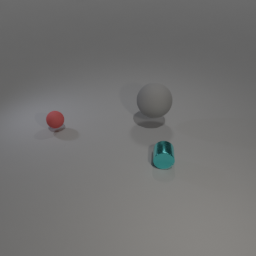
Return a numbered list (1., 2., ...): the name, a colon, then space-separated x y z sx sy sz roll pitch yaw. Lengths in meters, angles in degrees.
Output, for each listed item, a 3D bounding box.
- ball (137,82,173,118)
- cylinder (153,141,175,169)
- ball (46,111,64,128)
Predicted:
1. ball: 1.039 -1.085 10.994 1.400 1.400 1.400 0 33 0
2. cylinder: 1.207 0.905 9.417 0.700 0.700 0.700 3 32 5
3. ball: -2.871 -0.331 11.045 0.700 0.700 0.700 0 33 0
